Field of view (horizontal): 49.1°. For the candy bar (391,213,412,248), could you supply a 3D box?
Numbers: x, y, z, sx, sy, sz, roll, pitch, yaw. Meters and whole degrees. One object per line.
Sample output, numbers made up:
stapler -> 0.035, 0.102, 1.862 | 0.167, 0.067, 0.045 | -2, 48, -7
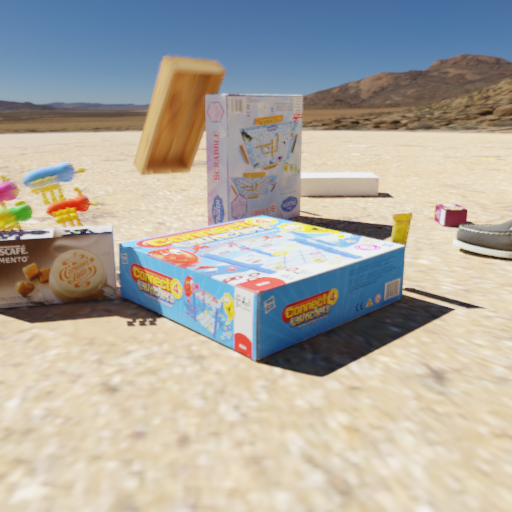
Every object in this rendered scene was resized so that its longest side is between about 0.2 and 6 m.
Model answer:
candy bar -> 1.963, -0.137, 7.778 | 0.268, 1.074, 0.119 | -4, 39, -3

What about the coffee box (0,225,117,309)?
coffee box -> -2.755, 0.123, 7.546 | 1.666, 0.953, 0.664 | -3, 16, -13

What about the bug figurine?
bug figurine -> -3.141, -0.790, 7.949 | 1.607, 0.533, 2.072 | -16, -9, -12

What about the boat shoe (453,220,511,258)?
boat shoe -> 4.882, -0.392, 9.544 | 2.850, 0.858, 1.016 | 6, 17, 20

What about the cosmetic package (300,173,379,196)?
cosmetic package -> 2.261, -2.031, 15.917 | 2.252, 0.570, 0.929 | 0, 16, -1

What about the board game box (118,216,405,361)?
board game box -> 0.067, 0.211, 7.523 | 2.782, 0.778, 2.724 | -15, 22, -42

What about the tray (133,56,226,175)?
tray -> -1.571, -2.732, 11.177 | 1.196, 2.424, 0.449 | -10, 50, -39

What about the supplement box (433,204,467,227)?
supplement box -> 4.218, -0.890, 12.195 | 0.497, 0.392, 0.760 | 0, 16, -1

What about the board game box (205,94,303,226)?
board game box -> 0.026, -1.980, 11.755 | 0.564, 2.733, 2.739 | 11, 19, 35
